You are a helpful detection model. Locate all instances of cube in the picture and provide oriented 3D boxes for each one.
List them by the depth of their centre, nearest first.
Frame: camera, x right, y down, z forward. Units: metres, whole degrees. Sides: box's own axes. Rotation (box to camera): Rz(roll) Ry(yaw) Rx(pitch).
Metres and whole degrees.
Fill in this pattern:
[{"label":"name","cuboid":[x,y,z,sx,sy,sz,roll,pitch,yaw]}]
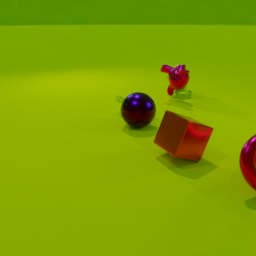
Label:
[{"label":"cube","cuboid":[1.142,0.161,5.843,0.764,0.764,0.764,13,12,-34]}]

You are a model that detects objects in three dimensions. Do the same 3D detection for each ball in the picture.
[{"label":"ball","cuboid":[0.276,-0.480,7.498,0.957,0.957,0.957,0,22,0]}]

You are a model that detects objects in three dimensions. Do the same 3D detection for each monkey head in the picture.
[{"label":"monkey head","cuboid":[1.593,-1.750,9.609,0.976,1.357,0.817,14,55,-13]},{"label":"monkey head","cuboid":[1.877,-1.617,10.395,0.818,1.357,0.976,-21,33,24]}]

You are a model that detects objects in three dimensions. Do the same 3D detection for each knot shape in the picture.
[{"label":"knot shape","cuboid":[2.577,0.381,5.023,0.752,1.626,1.522,25,-1,29]}]

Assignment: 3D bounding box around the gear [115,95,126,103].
[{"label":"gear","cuboid":[0.138,-0.778,8.690,1.051,0.194,1.051,17,7,-2]}]
